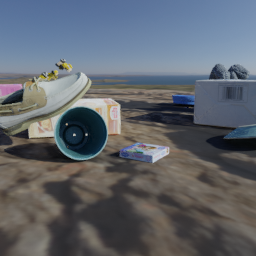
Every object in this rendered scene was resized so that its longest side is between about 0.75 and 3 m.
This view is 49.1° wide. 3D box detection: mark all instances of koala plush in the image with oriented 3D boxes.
[{"bbox_3d":[5.309,-1.492,13.342,2.365,2.451,2.667,-11,37,-38],"label":"koala plush"}]

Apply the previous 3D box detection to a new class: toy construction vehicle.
[{"bbox_3d":[-2.063,-1.577,8.083,0.869,0.352,0.999,-37,7,9],"label":"toy construction vehicle"}]

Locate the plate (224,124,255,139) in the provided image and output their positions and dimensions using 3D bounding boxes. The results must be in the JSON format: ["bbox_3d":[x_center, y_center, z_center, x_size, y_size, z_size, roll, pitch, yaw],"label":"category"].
[{"bbox_3d":[3.887,0.015,7.602,2.484,0.317,2.484,-7,0,0],"label":"plate"}]

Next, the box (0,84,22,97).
[{"bbox_3d":[-6.885,-1.546,14.381,2.799,1.353,2.462,-4,12,-19],"label":"box"}]

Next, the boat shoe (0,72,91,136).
[{"bbox_3d":[-2.169,-0.724,6.760,2.604,0.891,0.973,-27,33,8],"label":"boat shoe"}]

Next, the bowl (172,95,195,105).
[{"bbox_3d":[3.969,-1.706,17.157,2.543,0.499,2.543,3,8,0],"label":"bowl"}]

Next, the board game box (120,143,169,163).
[{"bbox_3d":[0.395,0.562,6.575,0.867,0.179,0.869,7,13,31],"label":"board game box"}]

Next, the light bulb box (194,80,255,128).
[{"bbox_3d":[4.274,-0.998,10.690,2.663,1.677,2.687,8,13,35],"label":"light bulb box"}]

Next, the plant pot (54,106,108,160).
[{"bbox_3d":[-1.184,0.149,6.526,1.169,1.169,1.098,-4,-3,-21],"label":"plant pot"}]

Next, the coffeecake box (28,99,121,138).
[{"bbox_3d":[-1.773,-0.409,9.396,2.744,1.003,2.107,-2,11,-11],"label":"coffeecake box"}]
